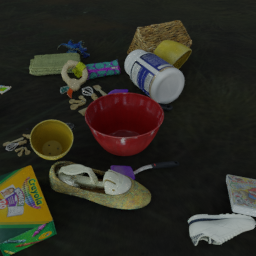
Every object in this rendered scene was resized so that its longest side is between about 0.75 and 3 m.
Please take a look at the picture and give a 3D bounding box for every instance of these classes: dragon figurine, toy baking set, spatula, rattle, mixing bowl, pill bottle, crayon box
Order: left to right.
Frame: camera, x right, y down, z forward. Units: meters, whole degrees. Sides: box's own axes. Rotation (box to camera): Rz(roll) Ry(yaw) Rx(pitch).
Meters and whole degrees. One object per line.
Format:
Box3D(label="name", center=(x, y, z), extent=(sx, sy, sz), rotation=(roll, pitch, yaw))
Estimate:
Box3D(label="crayon box", center=(-2.745, 1.988, 7.083), extent=(1.240, 0.608, 2.088), rotation=(-19, 42, -23))
Box3D(label="toy baking set", center=(-3.540, 0.519, 9.383), extent=(1.227, 0.143, 0.942), rotation=(18, 41, 22))
Box3D(label="rattle", center=(-2.523, -1.991, 12.465), extent=(1.187, 1.302, 1.823), rotation=(16, 72, -31))
Box3D(label="dragon figurine", center=(-3.042, -4.337, 15.278), extent=(2.184, 0.643, 1.086), rotation=(10, 38, 10))
Box3D(label="toy baking set", center=(-1.454, -1.233, 11.480), extent=(1.641, 0.249, 2.138), rotation=(18, 44, 24))
Box3D(label="mixing bowl", center=(-0.113, 0.017, 9.065), extent=(2.437, 1.320, 2.437), rotation=(0, 39, 0))
Box3D(label="spatula", center=(0.420, -1.104, 11.346), extent=(2.894, 0.297, 0.818), rotation=(16, 50, 18))
Box3D(label="spatula", center=(0.561, 1.221, 8.416), extent=(2.126, 0.218, 0.601), rotation=(-8, 40, -11))
Box3D(label="pill bottle", center=(1.006, -2.262, 11.831), extent=(1.550, 1.550, 2.679), rotation=(-18, 41, -22))

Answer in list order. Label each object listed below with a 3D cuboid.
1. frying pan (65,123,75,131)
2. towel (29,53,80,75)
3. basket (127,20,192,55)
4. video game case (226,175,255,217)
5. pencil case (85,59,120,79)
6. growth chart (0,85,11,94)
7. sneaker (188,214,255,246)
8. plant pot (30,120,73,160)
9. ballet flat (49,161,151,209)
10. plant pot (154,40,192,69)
Box3D(label="frying pan", center=(-2.266, 0.054, 10.018), extent=(0.529, 0.142, 0.875), rotation=(18, 38, 23))
Box3D(label="towel", center=(-3.596, -3.184, 13.940), extent=(2.535, 0.462, 1.881), rotation=(-8, 37, -9))
Box3D(label="basket", center=(1.692, -4.090, 14.776), extent=(2.785, 2.075, 1.988), rotation=(-18, 74, -22))
Box3D(label="video game case", center=(3.575, 1.806, 7.186), extent=(1.893, 0.217, 1.723), rotation=(9, 18, 11))
Box3D(label="pencil case", center=(-1.212, -2.752, 13.156), extent=(1.668, 0.710, 0.771), rotation=(-14, 12, -16))
Box3D(label="growth chart", center=(-5.756, -1.714, 12.336), extent=(1.037, 0.092, 0.750), rotation=(7, 37, 8))
Box3D(label="sneaker", center=(2.248, 2.431, 6.646), extent=(1.590, 0.607, 0.640), rotation=(-5, 48, 2))
Box3D(label="plant pot", center=(-2.117, 0.442, 7.805), extent=(1.122, 0.797, 1.122), rotation=(6, 61, -12))
Box3D(label="ballet flat", center=(-0.797, 1.466, 7.506), extent=(2.871, 1.015, 1.015), rotation=(9, 39, 12))
Box3D(label="plant pot", center=(1.897, -3.318, 12.825), extent=(1.184, 1.668, 1.668), rotation=(47, 52, 10))
